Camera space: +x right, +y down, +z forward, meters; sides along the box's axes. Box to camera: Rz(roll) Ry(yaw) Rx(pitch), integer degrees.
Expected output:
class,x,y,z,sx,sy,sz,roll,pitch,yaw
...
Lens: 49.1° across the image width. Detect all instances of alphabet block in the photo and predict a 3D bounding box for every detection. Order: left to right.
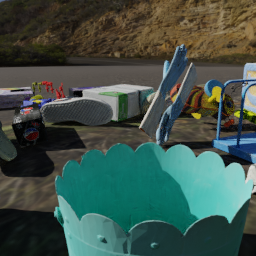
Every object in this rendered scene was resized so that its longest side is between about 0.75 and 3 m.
class,x,y,z,sx,sy,sz,roll,pitch,yaw
alphabet block,5.342,-1.380,9.872,1.826,1.793,1.784,-4,17,-14

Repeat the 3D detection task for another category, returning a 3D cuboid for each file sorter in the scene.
class,x,y,z,sx,sy,sz,roll,pitch,yaw
file sorter,3.283,-0.106,5.629,1.758,1.555,2.534,-8,17,-25

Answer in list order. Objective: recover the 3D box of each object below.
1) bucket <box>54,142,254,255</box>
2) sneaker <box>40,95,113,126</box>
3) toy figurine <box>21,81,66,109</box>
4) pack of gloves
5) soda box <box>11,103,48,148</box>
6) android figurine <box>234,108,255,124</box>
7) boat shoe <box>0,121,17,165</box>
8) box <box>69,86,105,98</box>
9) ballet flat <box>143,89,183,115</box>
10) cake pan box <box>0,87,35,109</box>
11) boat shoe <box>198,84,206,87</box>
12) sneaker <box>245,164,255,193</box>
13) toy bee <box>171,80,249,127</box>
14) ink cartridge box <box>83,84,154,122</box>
class,x,y,z,sx,sy,sz,roll,pitch,yaw
bucket,0.216,0.910,2.654,1.745,1.135,1.745,1,15,0
sneaker,-1.513,-0.586,8.719,2.228,0.874,0.885,3,16,6
toy figurine,-3.321,-1.003,9.967,2.150,1.134,1.288,11,24,39
pack of gloves,0.864,-0.692,6.286,0.415,2.104,1.768,22,-10,26
soda box,-2.549,-0.127,7.279,0.700,0.626,1.977,-16,20,-15
android figurine,3.480,-0.223,7.554,1.231,0.278,1.352,20,15,-10
boat shoe,-3.142,0.160,5.993,0.827,0.979,2.747,-39,38,-13
box,-1.678,-1.448,12.359,1.682,0.663,1.187,-6,13,-20
ballet flat,1.788,-0.905,9.981,2.737,0.923,0.853,-12,40,-33
cake pan box,-5.165,-1.293,11.874,2.357,0.616,2.171,-5,18,-19
boat shoe,2.302,-1.203,11.419,2.277,0.833,0.714,-15,-15,-18
sneaker,2.336,0.859,4.142,1.156,0.469,0.434,13,18,37
toy bee,2.529,-0.696,8.034,2.460,1.337,1.610,-11,-18,4
ink cartridge box,-0.285,-0.963,9.962,1.592,0.902,2.172,13,20,36
